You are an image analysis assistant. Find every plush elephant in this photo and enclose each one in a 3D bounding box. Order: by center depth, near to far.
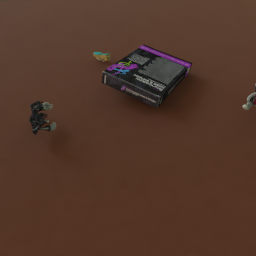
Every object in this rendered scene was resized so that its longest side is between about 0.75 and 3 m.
[{"bbox_3d":[3.508,-0.815,7.351,0.638,0.600,0.774,28,68,23],"label":"plush elephant"}]

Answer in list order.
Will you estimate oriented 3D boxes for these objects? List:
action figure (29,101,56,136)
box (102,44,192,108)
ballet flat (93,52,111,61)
[{"bbox_3d":[-2.136,-0.289,6.975,0.641,0.747,1.257,-6,24,-16],"label":"action figure"},{"bbox_3d":[0.685,-1.778,8.986,1.937,0.489,2.709,27,41,17],"label":"box"},{"bbox_3d":[-1.000,-2.651,10.473,0.321,0.295,0.935,-22,30,-35],"label":"ballet flat"}]
